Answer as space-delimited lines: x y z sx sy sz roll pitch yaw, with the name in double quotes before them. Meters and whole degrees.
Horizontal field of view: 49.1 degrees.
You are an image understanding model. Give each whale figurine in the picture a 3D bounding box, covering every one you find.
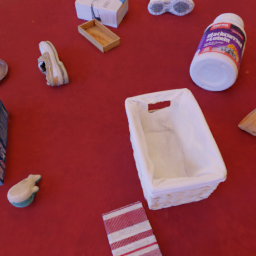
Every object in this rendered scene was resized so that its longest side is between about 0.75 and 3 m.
"whale figurine" -2.634 1.635 7.291 0.798 0.520 1.003 -3 29 19

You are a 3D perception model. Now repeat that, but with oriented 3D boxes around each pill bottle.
"pill bottle" 3.197 -2.714 9.654 1.501 1.501 2.694 18 58 12

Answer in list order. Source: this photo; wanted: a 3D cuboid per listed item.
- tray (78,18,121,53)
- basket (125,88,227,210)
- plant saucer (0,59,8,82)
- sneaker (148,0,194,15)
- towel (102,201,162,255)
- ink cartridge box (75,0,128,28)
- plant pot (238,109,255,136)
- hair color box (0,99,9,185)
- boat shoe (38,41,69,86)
"tray" -1.145 -3.667 11.068 0.836 0.314 1.694 -34 61 -21
"basket" 1.046 0.575 7.250 1.835 1.670 2.708 -10 54 -6
"plant saucer" -4.936 -1.911 9.872 1.425 0.245 1.425 0 55 1
"sneaker" 1.859 -5.425 12.051 1.959 0.763 0.973 4 52 2
"towel" 0.078 2.619 6.744 1.074 0.170 1.492 -17 55 -9
"ink cartridge box" -1.071 -5.115 11.772 1.852 0.780 1.339 18 59 11
"plant pot" 3.787 -0.143 8.364 0.546 0.780 0.780 45 65 9
"hair color box" -4.198 0.409 7.916 1.273 0.770 2.546 -9 55 -6
"boat shoe" -2.794 -2.307 9.823 0.706 0.772 2.065 -21 58 -21
